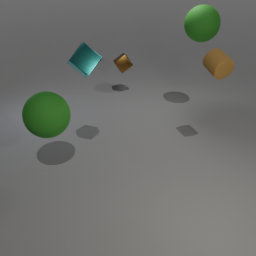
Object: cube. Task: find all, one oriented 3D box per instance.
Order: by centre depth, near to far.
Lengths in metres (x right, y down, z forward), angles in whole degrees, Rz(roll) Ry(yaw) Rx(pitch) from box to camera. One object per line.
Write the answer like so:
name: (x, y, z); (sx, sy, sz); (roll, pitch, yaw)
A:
cube: (-1.314, -2.024, 8.379); (0.700, 0.700, 0.700); (37, -4, -19)
cube: (-0.271, -3.338, 14.389); (0.700, 0.700, 0.700); (-36, 23, 4)

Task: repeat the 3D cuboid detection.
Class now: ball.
ball: (-2.433, -0.393, 8.403); (1.400, 1.400, 1.400); (0, 29, 0)
ball: (2.937, -4.131, 11.101); (1.400, 1.400, 1.400); (0, 29, 0)

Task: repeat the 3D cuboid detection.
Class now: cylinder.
cylinder: (2.781, -1.976, 8.629); (0.700, 0.700, 0.700); (-11, 49, -18)
